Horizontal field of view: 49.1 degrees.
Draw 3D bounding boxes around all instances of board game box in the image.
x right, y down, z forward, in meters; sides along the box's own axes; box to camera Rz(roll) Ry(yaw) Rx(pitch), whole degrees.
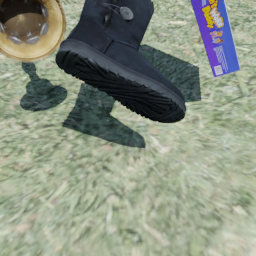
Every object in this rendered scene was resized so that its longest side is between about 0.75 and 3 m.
[{"bbox_3d":[1.901,-2.915,6.544,0.637,2.843,1.912,-14,41,23],"label":"board game box"}]

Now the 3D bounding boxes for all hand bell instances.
[{"bbox_3d":[-2.481,-2.587,6.206,1.493,1.493,2.867,-20,36,-19],"label":"hand bell"}]

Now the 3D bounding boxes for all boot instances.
[{"bbox_3d":[0.184,-1.449,4.927,2.446,0.934,2.055,27,64,-15],"label":"boot"}]
